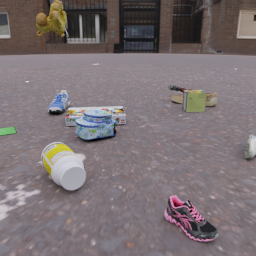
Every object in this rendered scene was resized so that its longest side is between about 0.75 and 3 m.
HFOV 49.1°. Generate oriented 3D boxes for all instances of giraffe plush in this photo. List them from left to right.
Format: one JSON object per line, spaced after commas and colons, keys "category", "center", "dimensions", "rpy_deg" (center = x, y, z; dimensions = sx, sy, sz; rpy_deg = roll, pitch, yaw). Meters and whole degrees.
{"category": "giraffe plush", "center": [-3.038, -4.112, 10.847], "dimensions": [1.129, 1.392, 1.201], "rpy_deg": [-2, 41, 5]}

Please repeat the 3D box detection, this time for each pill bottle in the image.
{"category": "pill bottle", "center": [-1.655, 0.983, 7.243], "dimensions": [0.838, 0.838, 1.490], "rpy_deg": [-11, 23, -28]}

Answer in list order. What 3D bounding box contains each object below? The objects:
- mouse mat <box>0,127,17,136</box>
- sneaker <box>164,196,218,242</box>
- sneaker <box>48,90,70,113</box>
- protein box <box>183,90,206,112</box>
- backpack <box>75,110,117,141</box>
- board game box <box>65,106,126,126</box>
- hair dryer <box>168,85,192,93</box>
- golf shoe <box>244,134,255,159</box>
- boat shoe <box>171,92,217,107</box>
{"category": "mouse mat", "center": [-4.930, 0.154, 10.868], "dimensions": [1.088, 0.041, 0.875], "rpy_deg": [-11, 22, -26]}
{"category": "sneaker", "center": [1.219, 1.731, 5.499], "dimensions": [0.480, 0.579, 1.215], "rpy_deg": [-15, 26, -41]}
{"category": "sneaker", "center": [-3.413, -1.267, 13.759], "dimensions": [0.815, 0.829, 2.152], "rpy_deg": [2, 20, 0]}
{"category": "protein box", "center": [3.236, -1.323, 13.721], "dimensions": [0.940, 0.947, 0.639], "rpy_deg": [-2, 19, -6]}
{"category": "backpack", "center": [-1.243, -0.145, 10.274], "dimensions": [1.333, 0.980, 1.220], "rpy_deg": [-13, 23, -34]}
{"category": "board game box", "center": [-1.396, -0.533, 12.212], "dimensions": [2.495, 0.432, 1.575], "rpy_deg": [-2, 18, -6]}
{"category": "hair dryer", "center": [3.284, -1.888, 15.558], "dimensions": [2.179, 0.592, 1.659], "rpy_deg": [14, 13, 7]}
{"category": "golf shoe", "center": [4.101, 0.602, 8.837], "dimensions": [0.714, 0.575, 1.469], "rpy_deg": [16, 25, 25]}
{"category": "boat shoe", "center": [3.531, -1.686, 15.017], "dimensions": [2.428, 0.783, 0.865], "rpy_deg": [8, 21, 21]}
